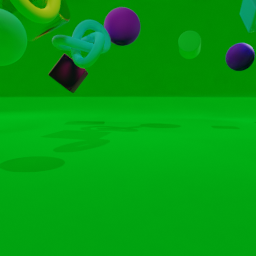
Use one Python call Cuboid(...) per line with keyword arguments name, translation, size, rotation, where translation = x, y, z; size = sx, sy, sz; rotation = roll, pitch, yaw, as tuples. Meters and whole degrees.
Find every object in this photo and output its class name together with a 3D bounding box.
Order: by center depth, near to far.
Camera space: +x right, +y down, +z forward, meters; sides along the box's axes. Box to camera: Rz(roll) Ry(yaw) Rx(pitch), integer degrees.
Cuboid(name="ball", translation=(-2.203, -1.529, 4.742), size=(0.930, 0.930, 0.930), rotation=(0, 7, 0))
Cuboid(name="ring", translation=(-2.235, -3.310, 6.628), size=(0.323, 1.613, 1.613), rotation=(-7, 2, 31))
Cuboid(name="cylinder", translation=(-2.622, -3.445, 8.128), size=(1.377, 1.377, 1.377), rotation=(-22, 1, 15))
Cuboid(name="knot shape", translation=(-1.347, -2.879, 9.299), size=(1.965, 0.908, 1.839), rotation=(25, 52, 27))
Cuboid(name="cylinder", translation=(2.098, -2.816, 9.534), size=(0.731, 0.731, 0.731), rotation=(2, -5, 13))
Cuboid(name="cube", translation=(4.629, -4.126, 9.677), size=(1.038, 1.038, 1.038), rotation=(-11, -29, 4))
Cuboid(name="ball", translation=(-0.209, -3.677, 10.195), size=(1.326, 1.326, 1.326), rotation=(0, 7, 0))
Cuboid(name="cube", translation=(-2.248, -2.057, 10.705), size=(1.004, 1.004, 1.004), rotation=(38, 1, -4))
Cuboid(name="ball", translation=(4.317, -2.727, 10.795), size=(1.050, 1.050, 1.050), rotation=(0, 7, 0))
